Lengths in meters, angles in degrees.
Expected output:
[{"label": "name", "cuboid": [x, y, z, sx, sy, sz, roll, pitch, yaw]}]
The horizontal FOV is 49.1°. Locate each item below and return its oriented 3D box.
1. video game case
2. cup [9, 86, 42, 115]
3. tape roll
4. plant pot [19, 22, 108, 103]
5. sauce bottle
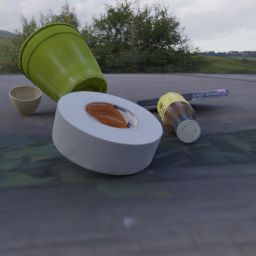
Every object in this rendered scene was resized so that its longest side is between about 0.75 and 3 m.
[{"label": "video game case", "cuboid": [2.039, -1.087, 10.102, 2.119, 0.281, 2.967, -4, 5, 40]}, {"label": "cup", "cuboid": [-3.273, -0.837, 9.022, 0.976, 0.698, 0.976, 7, 35, -5]}, {"label": "tape roll", "cuboid": [-0.333, 0.014, 4.591, 1.723, 0.569, 1.723, 16, 25, -8]}, {"label": "plant pot", "cuboid": [-1.908, -1.736, 9.195, 2.426, 2.426, 2.335, -12, 52, -43]}, {"label": "sauce bottle", "cuboid": [1.201, -0.311, 6.780, 0.799, 0.799, 2.470, 0, 16, 0]}]
